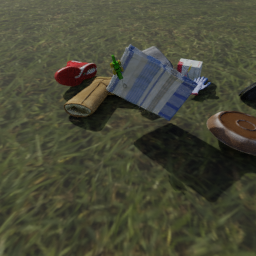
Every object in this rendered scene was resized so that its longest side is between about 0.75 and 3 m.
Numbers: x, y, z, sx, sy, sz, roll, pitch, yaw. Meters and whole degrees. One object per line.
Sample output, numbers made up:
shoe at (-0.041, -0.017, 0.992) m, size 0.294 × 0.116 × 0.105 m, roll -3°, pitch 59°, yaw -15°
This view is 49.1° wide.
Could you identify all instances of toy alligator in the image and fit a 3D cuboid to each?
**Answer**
toy alligator at (-0.304, -1.769, 8.892) m, size 0.329 × 1.108 × 0.301 m, roll -24°, pitch 10°, yaw -7°

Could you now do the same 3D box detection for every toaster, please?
toaster at (1.054, -2.899, 12.823) m, size 1.216 × 1.070 × 1.882 m, roll -27°, pitch 71°, yaw -28°

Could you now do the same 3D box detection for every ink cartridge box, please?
ink cartridge box at (2.882, -2.708, 13.126) m, size 1.047 × 0.757 × 0.761 m, roll 13°, pitch 37°, yaw 18°

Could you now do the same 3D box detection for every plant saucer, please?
plant saucer at (3.849, 0.038, 9.244) m, size 2.420 × 0.388 × 2.420 m, roll 9°, pitch 30°, yaw -5°

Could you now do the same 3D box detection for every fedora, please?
fedora at (5.140, -1.479, 11.464) m, size 1.129 × 1.129 × 0.516 m, roll -22°, pitch 73°, yaw -27°

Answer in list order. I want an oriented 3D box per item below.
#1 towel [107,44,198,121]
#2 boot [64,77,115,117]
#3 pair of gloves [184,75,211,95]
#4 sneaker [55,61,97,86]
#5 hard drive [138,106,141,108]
towel at (0.749, -1.396, 9.433) m, size 2.650 × 1.946 × 0.315 m, roll 26°, pitch 41°, yaw -10°
boot at (-0.985, -1.242, 11.096) m, size 2.165 × 0.817 × 2.472 m, roll 1°, pitch 32°, yaw 24°
pair of gloves at (2.647, -1.921, 12.250) m, size 1.802 × 0.205 × 1.449 m, roll 11°, pitch 43°, yaw 29°
sneaker at (-2.684, -2.556, 13.013) m, size 1.358 × 0.921 × 2.351 m, roll 17°, pitch 26°, yaw 36°
hard drive at (0.947, -1.695, 11.400) m, size 1.966 × 0.416 × 1.326 m, roll -25°, pitch 82°, yaw -33°
